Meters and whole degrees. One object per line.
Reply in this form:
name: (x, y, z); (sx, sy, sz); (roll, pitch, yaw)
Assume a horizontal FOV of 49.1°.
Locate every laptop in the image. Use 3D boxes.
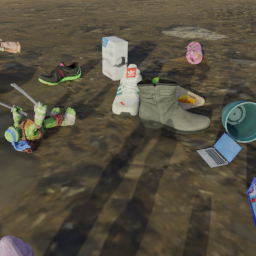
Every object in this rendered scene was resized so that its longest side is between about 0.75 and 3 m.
laptop: (2.382, 0.579, 7.399); (0.826, 0.479, 0.774); (-9, 32, -15)

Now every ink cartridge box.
ink cartridge box: (-0.583, -3.048, 12.218); (0.672, 1.606, 1.165); (-16, 35, -28)

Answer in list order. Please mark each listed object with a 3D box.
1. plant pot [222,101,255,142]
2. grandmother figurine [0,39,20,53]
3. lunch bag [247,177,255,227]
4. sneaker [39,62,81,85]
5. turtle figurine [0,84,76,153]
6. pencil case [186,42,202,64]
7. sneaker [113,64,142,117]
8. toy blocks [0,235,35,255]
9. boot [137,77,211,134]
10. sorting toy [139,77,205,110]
plant pot: (3.317, -0.293, 8.314); (1.164, 1.164, 1.094); (1, 16, 1)
grandmother figurine: (-4.166, -2.672, 9.092); (1.209, 0.366, 0.733); (-3, 30, -33)
lunch bag: (3.031, 1.686, 5.618); (0.937, 0.585, 1.244); (8, 42, 7)
sneaker: (-2.907, -2.362, 11.849); (1.945, 0.815, 0.747); (-27, 41, -37)
turtle figurine: (-2.605, -0.494, 7.927); (2.012, 1.493, 2.075); (-16, 73, -54)
pencil case: (3.427, -3.901, 14.460); (0.735, 0.768, 1.775); (-21, 23, 24)
sneaker: (0.001, -1.419, 9.905); (0.939, 1.247, 2.667); (4, 31, 6)
toy blocks: (-0.808, 2.473, 2.503); (2.822, 2.375, 2.637); (12, 33, 19)
boot: (1.386, -0.693, 8.453); (2.342, 1.530, 0.793); (7, 32, 11)
sorting toy: (1.334, -1.298, 10.540); (1.892, 0.377, 2.560); (-19, 37, -27)
